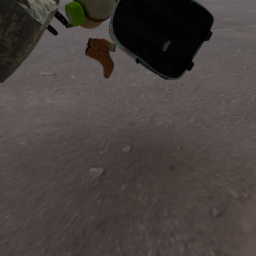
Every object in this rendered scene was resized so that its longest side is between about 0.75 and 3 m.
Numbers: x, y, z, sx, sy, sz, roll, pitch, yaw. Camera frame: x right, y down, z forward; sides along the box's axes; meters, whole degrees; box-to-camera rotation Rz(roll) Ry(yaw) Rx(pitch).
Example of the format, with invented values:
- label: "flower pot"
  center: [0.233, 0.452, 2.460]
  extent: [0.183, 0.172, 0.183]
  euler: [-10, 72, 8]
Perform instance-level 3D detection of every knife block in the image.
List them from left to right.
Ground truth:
- label: "knife block"
  center: [-2.476, -3.387, 7.664]
  extent: [0.733, 2.012, 2.292]
  euler: [-46, 22, 6]

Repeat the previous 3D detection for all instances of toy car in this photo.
- label: "toy car"
  center: [-1.348, -4.041, 9.116]
  extent: [1.966, 1.888, 2.393]
  euler: [-30, 5, -16]

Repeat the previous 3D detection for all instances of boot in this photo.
- label: "boot"
  center: [-0.893, -2.165, 8.671]
  extent: [0.920, 1.189, 0.438]
  euler: [1, 10, -36]

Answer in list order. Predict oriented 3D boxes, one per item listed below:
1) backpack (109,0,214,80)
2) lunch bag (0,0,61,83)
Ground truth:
- label: "backpack"
  center: [0.785, -2.888, 8.085]
  extent: [2.601, 2.309, 1.958]
  euler: [29, 9, -16]
- label: "lunch bag"
  center: [-1.684, -1.597, 4.226]
  extent: [0.851, 1.187, 1.447]
  euler: [36, 30, -21]
